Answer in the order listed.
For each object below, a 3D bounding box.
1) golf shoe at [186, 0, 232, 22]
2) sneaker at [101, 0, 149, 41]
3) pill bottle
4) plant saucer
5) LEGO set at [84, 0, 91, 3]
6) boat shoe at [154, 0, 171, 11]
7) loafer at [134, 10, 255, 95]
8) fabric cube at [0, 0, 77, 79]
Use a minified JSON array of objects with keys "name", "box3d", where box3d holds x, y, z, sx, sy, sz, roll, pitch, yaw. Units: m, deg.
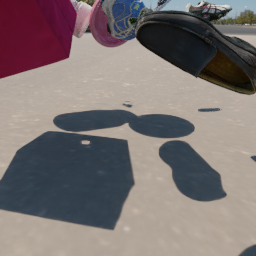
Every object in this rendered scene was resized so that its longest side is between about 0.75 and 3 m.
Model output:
[{"name":"golf shoe","box3d":[2.026,-2.920,6.928,1.293,0.570,0.499,-21,-1,-21]},{"name":"sneaker","box3d":[0.019,-2.505,6.616,0.871,0.856,2.262,36,6,8]},{"name":"pill bottle","box3d":[-2.497,-4.122,9.349,2.500,1.430,1.430,28,21,-8]},{"name":"plant saucer","box3d":[-0.442,-3.516,8.882,1.868,1.868,0.473,-15,46,-32]},{"name":"LEGO set","box3d":[-1.740,-5.177,10.775,0.537,0.827,0.234,-27,45,30]},{"name":"boat shoe","box3d":[1.196,-4.502,10.116,0.915,0.310,0.328,-44,10,-15]},{"name":"loafer","box3d":[1.041,-1.075,4.025,2.022,0.736,0.731,16,50,-7]},{"name":"fabric cube","box3d":[-2.738,-2.856,6.630,2.171,2.206,2.213,-13,49,13]}]
